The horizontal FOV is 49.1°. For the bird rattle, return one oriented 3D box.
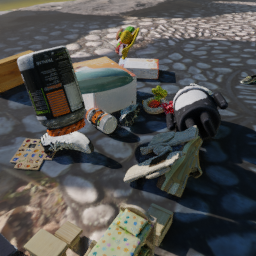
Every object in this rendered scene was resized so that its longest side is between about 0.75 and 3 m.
[{"bbox_3d":[1.408,-1.012,12.760,1.392,0.962,1.707,-17,49,-5],"label":"bird rattle"}]

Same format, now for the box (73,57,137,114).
[{"bbox_3d":[-1.281,-2.051,13.345,2.236,1.562,2.937,-20,39,-27],"label":"box"}]

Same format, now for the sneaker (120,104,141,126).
[{"bbox_3d":[-0.034,-0.543,12.101,0.698,0.628,1.617,3,25,26],"label":"sneaker"}]

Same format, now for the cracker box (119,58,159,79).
[{"bbox_3d":[0.618,-3.480,16.285,2.307,0.665,1.545,4,34,4],"label":"cracker box"}]

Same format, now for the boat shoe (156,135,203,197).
[{"bbox_3d":[1.964,1.252,9.185,1.010,0.950,2.652,30,51,18],"label":"boat shoe"}]

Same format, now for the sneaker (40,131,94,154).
[{"bbox_3d":[-2.312,0.669,10.130,2.175,0.821,1.251,20,46,34],"label":"sneaker"}]

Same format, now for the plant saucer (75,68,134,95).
[{"bbox_3d":[-1.248,-1.569,9.575,2.890,0.396,2.890,-11,0,0],"label":"plant saucer"}]

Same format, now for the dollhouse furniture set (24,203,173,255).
[{"bbox_3d":[-0.589,2.294,6.826,2.532,1.592,2.863,18,38,25],"label":"dollhouse furniture set"}]

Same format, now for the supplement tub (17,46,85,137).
[{"bbox_3d":[-1.934,-0.947,7.430,1.331,2.173,1.331,-13,17,4],"label":"supplement tub"}]

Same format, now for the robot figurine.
[{"bbox_3d":[2.665,-0.613,11.094,2.007,1.667,2.671,9,34,-5],"label":"robot figurine"}]

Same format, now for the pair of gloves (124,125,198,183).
[{"bbox_3d":[1.086,0.747,9.224,2.151,0.443,2.529,-20,18,38],"label":"pair of gloves"}]

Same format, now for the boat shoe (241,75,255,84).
[{"bbox_3d":[6.698,-2.698,15.417,1.122,0.335,0.401,-14,36,-20],"label":"boat shoe"}]

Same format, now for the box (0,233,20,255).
[{"bbox_3d":[-3.580,3.069,6.153,1.763,1.052,1.792,24,41,32],"label":"box"}]

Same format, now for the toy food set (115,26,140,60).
[{"bbox_3d":[-0.149,-2.764,8.918,0.586,1.055,1.794,25,9,-11],"label":"toy food set"}]

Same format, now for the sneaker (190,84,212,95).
[{"bbox_3d":[3.676,-1.920,14.234,0.501,0.464,1.236,-17,40,-42],"label":"sneaker"}]

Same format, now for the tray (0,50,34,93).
[{"bbox_3d":[-6.105,-2.956,14.796,0.545,1.453,2.945,22,40,28],"label":"tray"}]

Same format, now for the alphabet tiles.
[{"bbox_3d":[-3.392,0.940,10.240,1.419,0.064,1.698,4,34,5],"label":"alphabet tiles"}]

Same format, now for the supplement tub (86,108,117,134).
[{"bbox_3d":[-1.117,-0.336,11.507,1.252,0.767,0.767,29,43,36],"label":"supplement tub"}]
